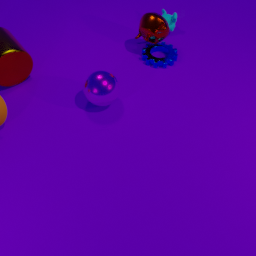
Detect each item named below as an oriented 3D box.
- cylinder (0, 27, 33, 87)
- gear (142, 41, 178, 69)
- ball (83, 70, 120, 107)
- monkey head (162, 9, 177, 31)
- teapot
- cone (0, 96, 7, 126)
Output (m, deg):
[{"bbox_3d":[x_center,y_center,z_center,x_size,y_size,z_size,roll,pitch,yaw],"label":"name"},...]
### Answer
[{"bbox_3d":[-3.983,-2.271,8.937,1.383,1.383,1.383,-32,65,-23],"label":"cylinder"},{"bbox_3d":[1.134,-2.640,10.058,1.278,0.236,1.278,0,51,0],"label":"gear"},{"bbox_3d":[-0.787,-1.176,8.290,1.078,1.078,1.078,0,52,0],"label":"ball"},{"bbox_3d":[1.510,-4.097,10.687,0.650,0.776,1.078,6,76,-4],"label":"monkey head"},{"bbox_3d":[0.817,-3.418,9.809,0.884,1.122,1.805,-57,30,-6],"label":"teapot"},{"bbox_3d":[-3.920,-0.404,7.255,1.045,1.045,1.049,14,16,11],"label":"cone"}]
